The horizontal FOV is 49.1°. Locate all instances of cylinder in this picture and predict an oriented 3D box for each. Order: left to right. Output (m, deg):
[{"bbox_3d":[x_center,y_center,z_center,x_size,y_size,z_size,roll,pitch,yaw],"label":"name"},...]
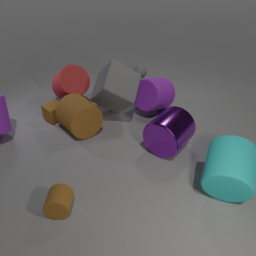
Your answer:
[{"bbox_3d":[-5.201,-0.446,10.424,1.400,1.400,1.400,-7,12,1],"label":"cylinder"},{"bbox_3d":[-1.885,2.006,7.647,0.700,0.700,0.700,1,32,1],"label":"cylinder"},{"bbox_3d":[-2.611,-2.030,12.704,1.400,1.400,1.400,-19,5,-27],"label":"cylinder"},{"bbox_3d":[-1.918,-0.478,11.008,1.400,1.400,1.400,-21,37,-30],"label":"cylinder"},{"bbox_3d":[1.141,-1.497,12.349,1.400,1.400,1.400,24,25,33],"label":"cylinder"},{"bbox_3d":[1.466,0.136,9.935,1.400,1.400,1.400,22,41,31],"label":"cylinder"},{"bbox_3d":[2.907,1.164,7.999,1.400,1.400,1.400,11,52,18],"label":"cylinder"}]

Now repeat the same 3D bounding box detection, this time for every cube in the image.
[{"bbox_3d":[-3.170,-0.694,11.905,0.700,0.700,0.700,32,48,31],"label":"cube"},{"bbox_3d":[-0.508,-1.642,11.381,1.400,1.400,1.400,24,65,-23],"label":"cube"}]

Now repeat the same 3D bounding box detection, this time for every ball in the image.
[{"bbox_3d":[0.654,-2.997,14.899,0.700,0.700,0.700,0,32,0],"label":"ball"}]
